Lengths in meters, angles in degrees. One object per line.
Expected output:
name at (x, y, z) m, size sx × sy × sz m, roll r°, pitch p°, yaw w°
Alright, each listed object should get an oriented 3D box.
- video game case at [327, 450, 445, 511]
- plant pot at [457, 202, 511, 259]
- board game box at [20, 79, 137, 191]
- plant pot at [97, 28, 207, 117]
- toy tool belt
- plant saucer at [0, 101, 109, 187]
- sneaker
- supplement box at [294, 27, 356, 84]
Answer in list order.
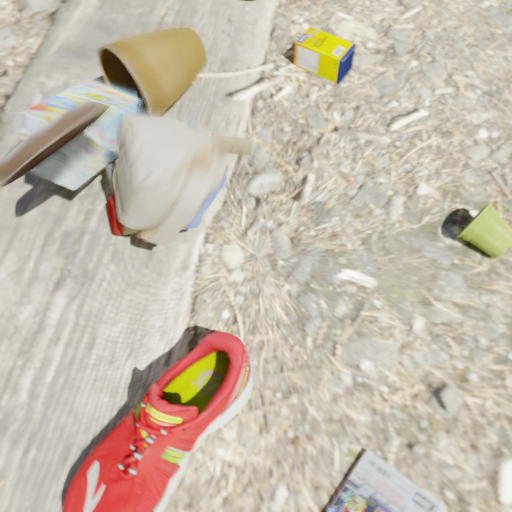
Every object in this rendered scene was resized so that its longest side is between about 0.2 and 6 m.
video game case at (1.757, 3.545, 7.711) m, size 1.273 × 0.146 × 1.160 m, roll 34°, pitch 64°, yaw 17°
plant pot at (4.090, -0.389, 9.790) m, size 0.754 × 0.821 × 0.821 m, roll 43°, pitch 67°, yaw 10°
board game box at (-3.082, -2.198, 9.880) m, size 1.048 × 1.067 × 2.035 m, roll 23°, pitch 36°, yaw 5°
plant pot at (-1.930, -3.773, 11.231) m, size 1.792 × 1.670 × 1.670 m, roll -38°, pitch 66°, yaw -21°
toy tool belt at (-1.295, -1.115, 9.145) m, size 1.887 × 3.070 × 1.917 m, roll -9°, pitch 77°, yaw -23°
plant saucer at (-2.694, -1.525, 7.331) m, size 1.728 × 1.728 × 0.277 m, roll -44°, pitch 109°, yaw -23°
sneaker at (-1.386, 2.348, 7.641) m, size 1.346 × 1.484 × 3.495 m, roll 32°, pitch 64°, yaw 18°
supplement box at (1.489, -4.379, 12.225) m, size 1.175 × 0.640 × 0.644 m, roll 29°, pitch 63°, yaw 16°
